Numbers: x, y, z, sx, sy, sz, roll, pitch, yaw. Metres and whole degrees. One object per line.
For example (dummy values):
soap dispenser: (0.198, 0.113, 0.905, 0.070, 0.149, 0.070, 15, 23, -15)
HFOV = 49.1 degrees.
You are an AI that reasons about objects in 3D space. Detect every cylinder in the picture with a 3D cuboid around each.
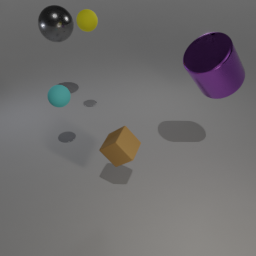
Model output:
cylinder: (2.512, -1.783, 8.148, 1.400, 1.400, 1.400, -19, 54, 28)

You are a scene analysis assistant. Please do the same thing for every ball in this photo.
ball: (-2.898, -4.184, 11.276, 1.400, 1.400, 1.400, 0, 33, 0)
ball: (-1.358, -3.567, 9.300, 0.700, 0.700, 0.700, 0, 33, 0)
ball: (-2.141, -0.990, 8.707, 0.700, 0.700, 0.700, 0, 33, 0)

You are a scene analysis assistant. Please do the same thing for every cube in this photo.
cube: (-0.202, 0.499, 7.537, 0.700, 0.700, 0.700, -27, 24, 39)
